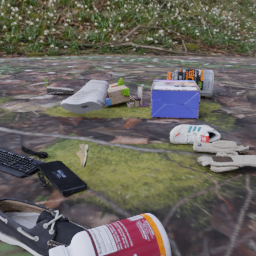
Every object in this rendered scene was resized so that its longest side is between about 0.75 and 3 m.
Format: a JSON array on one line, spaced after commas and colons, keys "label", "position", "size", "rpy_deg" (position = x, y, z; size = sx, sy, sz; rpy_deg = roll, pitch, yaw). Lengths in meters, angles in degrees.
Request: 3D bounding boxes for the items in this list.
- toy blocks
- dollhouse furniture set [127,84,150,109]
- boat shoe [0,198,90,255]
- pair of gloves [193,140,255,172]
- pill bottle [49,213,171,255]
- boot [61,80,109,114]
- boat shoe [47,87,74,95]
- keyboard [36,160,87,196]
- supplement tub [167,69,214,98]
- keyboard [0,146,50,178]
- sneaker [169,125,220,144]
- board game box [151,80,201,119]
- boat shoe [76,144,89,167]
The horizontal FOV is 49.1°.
[{"label": "toy blocks", "position": [-0.991, -1.722, 14.505], "size": [1.758, 1.285, 2.572], "rpy_deg": [-15, 20, -9]}, {"label": "dollhouse furniture set", "position": [0.224, -1.732, 14.315], "size": [1.212, 1.086, 1.530], "rpy_deg": [-11, 21, -29]}, {"label": "boat shoe", "position": [-1.439, 1.676, 4.788], "size": [2.084, 0.629, 0.770], "rpy_deg": [9, 20, 24]}, {"label": "pair of gloves", "position": [2.758, 0.789, 7.948], "size": [1.655, 0.341, 1.946], "rpy_deg": [-3, 14, 5]}, {"label": "pill bottle", "position": [-0.255, 1.827, 3.956], "size": [1.563, 0.883, 0.883], "rpy_deg": [-9, 20, -22]}, {"label": "boot", "position": [-1.840, -1.390, 12.277], "size": [2.555, 1.221, 0.940], "rpy_deg": [-1, -30, 38]}, {"label": "boat shoe", "position": [-4.073, -2.186, 16.870], "size": [1.658, 0.473, 0.554], "rpy_deg": [6, 14, 3]}, {"label": "keyboard", "position": [-1.752, 1.207, 6.802], "size": [0.918, 0.196, 1.528], "rpy_deg": [-6, 21, -38]}, {"label": "supplement tub", "position": [3.531, -2.559, 16.047], "size": [2.558, 1.567, 1.567], "rpy_deg": [3, 19, 11]}, {"label": "keyboard", "position": [-3.176, 0.834, 8.004], "size": [2.183, 0.225, 1.387], "rpy_deg": [12, 22, 29]}, {"label": "sneaker", "position": [2.205, 0.243, 9.127], "size": [1.716, 0.604, 0.802], "rpy_deg": [-4, 13, -19]}, {"label": "board game box", "position": [2.155, -1.409, 13.045], "size": [2.075, 1.260, 2.602], "rpy_deg": [3, 19, 8]}, {"label": "boat shoe", "position": [-1.220, 0.718, 7.353], "size": [0.316, 0.297, 0.830], "rpy_deg": [12, 27, -11]}]
